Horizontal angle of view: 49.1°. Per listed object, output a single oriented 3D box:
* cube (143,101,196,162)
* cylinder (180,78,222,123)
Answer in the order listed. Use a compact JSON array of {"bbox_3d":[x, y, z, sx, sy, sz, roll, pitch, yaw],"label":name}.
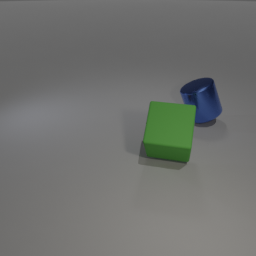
[{"bbox_3d":[1.327,0.135,8.838,1.400,1.400,1.400,7,68,12],"label":"cube"},{"bbox_3d":[3.014,-1.147,11.538,1.400,1.400,1.400,-21,24,10],"label":"cylinder"}]
